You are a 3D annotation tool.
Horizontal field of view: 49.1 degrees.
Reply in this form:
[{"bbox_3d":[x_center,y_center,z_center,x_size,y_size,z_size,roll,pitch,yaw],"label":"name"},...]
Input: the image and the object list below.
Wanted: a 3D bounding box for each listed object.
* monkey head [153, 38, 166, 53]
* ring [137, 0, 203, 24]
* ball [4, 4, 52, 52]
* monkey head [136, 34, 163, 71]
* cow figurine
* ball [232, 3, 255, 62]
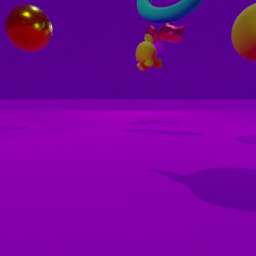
[{"bbox_3d":[1.028,-3.213,10.674,0.798,0.668,1.109,-1,37,47],"label":"monkey head"},{"bbox_3d":[1.192,-3.711,7.802,1.978,1.978,0.396,3,-26,26],"label":"ring"},{"bbox_3d":[-2.896,-2.901,8.195,1.321,1.321,1.321,0,6,0],"label":"ball"},{"bbox_3d":[0.750,-2.388,9.328,1.008,1.402,0.845,7,-30,-9],"label":"monkey head"},{"bbox_3d":[1.287,-3.307,9.918,1.291,0.709,1.270,25,45,28],"label":"cow figurine"},{"bbox_3d":[2.880,-2.055,6.022,1.225,1.225,1.225,0,6,0],"label":"ball"}]
